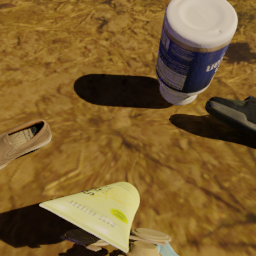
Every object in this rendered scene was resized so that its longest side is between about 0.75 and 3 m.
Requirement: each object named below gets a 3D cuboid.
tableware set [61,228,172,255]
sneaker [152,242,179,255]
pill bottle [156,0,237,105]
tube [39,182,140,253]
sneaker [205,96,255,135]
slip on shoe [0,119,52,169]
[{"bbox_3d":[-0.097,1.819,4.577,1.569,1.878,0.218,9,83,12],"label":"tableware set"},{"bbox_3d":[1.010,2.558,4.301,0.877,0.791,2.141,-21,44,-31],"label":"sneaker"},{"bbox_3d":[1.549,-1.798,7.184,1.577,2.839,1.577,0,64,-1],"label":"pill bottle"},{"bbox_3d":[-0.282,1.258,4.354,0.821,2.831,0.735,-17,80,6],"label":"tube"},{"bbox_3d":[3.418,-0.579,6.860,2.832,1.082,1.622,17,88,13],"label":"sneaker"},{"bbox_3d":[-2.615,0.387,6.097,1.972,0.597,0.750,-23,69,-24],"label":"slip on shoe"}]
